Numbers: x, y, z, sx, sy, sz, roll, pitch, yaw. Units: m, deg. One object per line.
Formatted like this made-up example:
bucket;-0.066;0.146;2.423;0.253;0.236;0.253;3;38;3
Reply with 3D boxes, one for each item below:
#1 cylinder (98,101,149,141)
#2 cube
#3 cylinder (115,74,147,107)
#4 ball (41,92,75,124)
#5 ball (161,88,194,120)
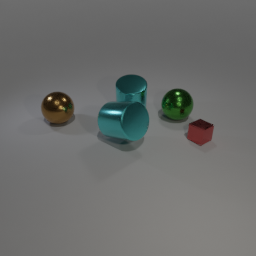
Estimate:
cylinder;-0.173;-0.283;10.370;1.400;1.400;1.400;-27;22;-37
cube;2.842;0.154;10.989;0.700;0.700;0.700;-21;36;-33
cylinder;0.154;-1.459;12.683;1.400;1.400;1.400;0;47;0
ball;-3.010;-0.862;12.030;1.400;1.400;1.400;0;31;0
ball;2.161;-1.033;12.285;1.400;1.400;1.400;0;31;0
